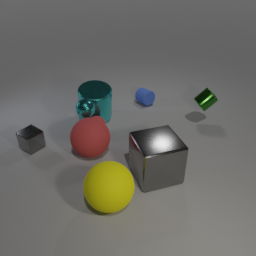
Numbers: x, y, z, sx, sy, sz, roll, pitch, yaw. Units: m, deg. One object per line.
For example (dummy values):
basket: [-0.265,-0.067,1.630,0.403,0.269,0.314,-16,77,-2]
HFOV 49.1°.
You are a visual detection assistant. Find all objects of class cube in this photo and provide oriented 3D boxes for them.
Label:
cube: [-3.550,0.414,10.259,0.700,0.700,0.700,25,42,28]
cube: [0.896,0.932,8.830,1.400,1.400,1.400,-10,34,-16]

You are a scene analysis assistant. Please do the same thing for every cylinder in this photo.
cylinder: [-1.381,-1.062,11.823,1.400,1.400,1.400,3,44,-2]
cylinder: [0.812,-1.500,13.300,0.700,0.700,0.700,-20,31,-28]
cylinder: [3.160,-1.157,11.388,0.700,0.700,0.700,-40,32,12]

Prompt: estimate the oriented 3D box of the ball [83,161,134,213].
ball: [-0.523,1.614,7.724,1.400,1.400,1.400,0,32,0]

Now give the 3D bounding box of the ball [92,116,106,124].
ball: [-1.247,-0.141,11.207,0.700,0.700,0.700,0,32,0]

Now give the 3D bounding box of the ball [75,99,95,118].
ball: [-1.534,-0.707,10.067,0.700,0.700,0.700,0,32,0]

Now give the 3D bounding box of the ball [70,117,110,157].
ball: [-1.321,0.329,9.823,1.400,1.400,1.400,0,32,0]
